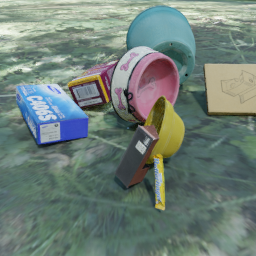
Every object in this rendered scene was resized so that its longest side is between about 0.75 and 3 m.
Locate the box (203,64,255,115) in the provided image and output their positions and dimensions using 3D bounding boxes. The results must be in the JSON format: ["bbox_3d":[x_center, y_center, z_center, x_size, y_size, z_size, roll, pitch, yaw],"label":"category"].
[{"bbox_3d":[3.518,-1.224,8.680,2.218,0.236,1.813,1,65,3],"label":"box"}]

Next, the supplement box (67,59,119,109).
[{"bbox_3d":[-0.869,-1.488,9.101,1.142,0.887,2.070,-8,24,26],"label":"supplement box"}]

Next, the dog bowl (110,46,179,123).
[{"bbox_3d":[0.546,-1.078,7.447,2.093,2.093,0.772,-25,32,-37],"label":"dog bowl"}]

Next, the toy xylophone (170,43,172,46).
[{"bbox_3d":[1.267,-2.625,10.351,1.591,0.546,2.173,2,-5,-31],"label":"toy xylophone"}]

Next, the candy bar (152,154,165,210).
[{"bbox_3d":[0.556,0.954,5.024,0.109,0.983,0.245,1,-6,-34],"label":"candy bar"}]

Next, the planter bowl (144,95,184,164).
[{"bbox_3d":[0.791,0.151,6.174,0.670,1.608,1.608,19,28,-9],"label":"planter bowl"}]

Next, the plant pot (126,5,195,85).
[{"bbox_3d":[1.323,-2.798,10.284,2.642,2.642,2.482,-2,37,-4],"label":"plant pot"}]

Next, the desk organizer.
[{"bbox_3d":[0.236,0.532,5.384,0.458,1.190,0.427,-6,41,-47],"label":"desk organizer"}]

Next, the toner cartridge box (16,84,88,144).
[{"bbox_3d":[-2.235,-0.522,7.905,1.315,0.597,2.768,-8,29,-30],"label":"toner cartridge box"}]
